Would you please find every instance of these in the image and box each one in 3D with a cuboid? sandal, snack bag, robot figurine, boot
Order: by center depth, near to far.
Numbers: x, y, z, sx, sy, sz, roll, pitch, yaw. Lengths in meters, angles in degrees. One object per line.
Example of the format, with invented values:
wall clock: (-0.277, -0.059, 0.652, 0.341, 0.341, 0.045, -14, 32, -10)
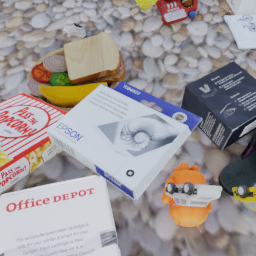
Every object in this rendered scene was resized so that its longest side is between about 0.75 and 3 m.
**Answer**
robot figurine: (1.236, 1.433, 5.867, 0.806, 0.994, 1.382, -13, 53, 24)
sandal: (3.102, 0.635, 6.523, 0.917, 0.584, 2.438, 39, 65, 23)
boot: (-1.782, -3.335, 9.287, 0.857, 0.410, 0.315, 23, 59, 14)
snack bag: (4.332, -3.186, 9.314, 1.947, 0.208, 1.836, -4, 56, -3)

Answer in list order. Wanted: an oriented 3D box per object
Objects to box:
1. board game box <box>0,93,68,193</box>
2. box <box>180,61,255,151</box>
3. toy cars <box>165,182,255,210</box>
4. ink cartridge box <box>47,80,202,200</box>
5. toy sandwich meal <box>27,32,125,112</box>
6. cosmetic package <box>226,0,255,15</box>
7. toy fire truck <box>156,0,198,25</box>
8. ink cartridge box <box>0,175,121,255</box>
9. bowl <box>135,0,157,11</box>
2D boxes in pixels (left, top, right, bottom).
board game box: (-2.639, 0.236, 6.101, 2.008, 0.614, 2.651, 22, 38, 25)
box: (2.527, -0.604, 7.111, 1.638, 0.978, 1.666, -28, 60, -17)
toy cars: (1.212, 0.875, 3.418, 1.679, 0.753, 0.372, -3, 75, 26)
ink cartridge box: (-0.020, -0.046, 3.452, 1.405, 0.286, 1.407, 28, 59, 28)
toy sandwich meal: (-1.459, -1.622, 7.793, 2.853, 0.977, 2.853, 0, 56, 0)
cosmetic package: (4.633, -5.118, 9.751, 1.951, 1.610, 1.608, -7, 57, -4)
toy fire truck: (1.755, -4.330, 9.806, 1.542, 0.864, 1.295, -19, 82, -11)
ink cartridge box: (-1.129, 2.491, 4.909, 2.057, 1.188, 2.827, -10, 57, -7)
bowl: (0.407, -3.762, 6.464, 0.963, 1.789, 1.789, -22, 54, 20)
